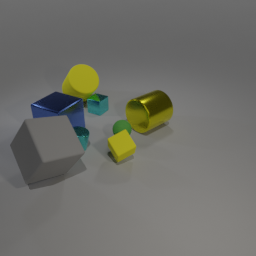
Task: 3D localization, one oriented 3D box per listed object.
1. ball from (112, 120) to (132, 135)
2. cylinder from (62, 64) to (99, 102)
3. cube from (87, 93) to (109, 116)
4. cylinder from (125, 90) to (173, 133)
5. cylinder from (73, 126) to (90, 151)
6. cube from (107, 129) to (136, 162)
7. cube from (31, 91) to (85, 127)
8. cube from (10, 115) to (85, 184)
[{"bbox_3d":[-0.217,0.048,10.212,0.700,0.700,0.700,0,31,0],"label":"ball"},{"bbox_3d":[-2.203,-2.007,12.894,1.400,1.400,1.400,-19,-5,-28],"label":"cylinder"},{"bbox_3d":[-1.349,-1.070,12.595,0.700,0.700,0.700,16,35,25],"label":"cube"},{"bbox_3d":[0.851,-0.680,11.240,1.400,1.400,1.400,-25,39,-35],"label":"cylinder"},{"bbox_3d":[-1.771,0.406,10.027,0.700,0.700,0.700,12,30,-7],"label":"cylinder"},{"bbox_3d":[-0.213,0.601,9.310,0.700,0.700,0.700,-28,71,-14],"label":"cube"},{"bbox_3d":[-2.653,-0.413,10.827,1.400,1.400,1.400,16,35,25],"label":"cube"},{"bbox_3d":[-2.415,0.618,8.351,1.400,1.400,1.400,-10,63,-46],"label":"cube"}]
